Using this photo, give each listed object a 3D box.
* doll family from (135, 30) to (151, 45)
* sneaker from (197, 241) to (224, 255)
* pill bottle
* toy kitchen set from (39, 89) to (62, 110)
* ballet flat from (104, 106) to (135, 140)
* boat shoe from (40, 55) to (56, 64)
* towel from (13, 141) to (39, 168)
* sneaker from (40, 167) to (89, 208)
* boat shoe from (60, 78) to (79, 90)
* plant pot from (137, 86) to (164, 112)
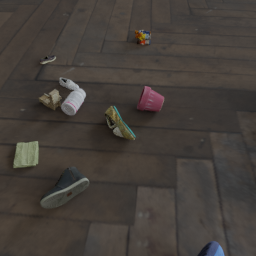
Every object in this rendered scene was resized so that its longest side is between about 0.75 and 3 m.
[{"bbox_3d":[0.725,-4.622,13.883,0.783,0.568,1.261,3,46,3],"label":"doll family"},{"bbox_3d":[1.586,3.721,5.423,1.205,1.083,2.930,18,53,10],"label":"sneaker"},{"bbox_3d":[-1.980,-0.986,10.317,0.571,0.571,1.007,14,47,13],"label":"pill bottle"},{"bbox_3d":[-2.832,-1.260,10.458,0.832,0.750,0.679,29,51,23],"label":"toy kitchen set"},{"bbox_3d":[-0.335,-0.080,9.508,0.602,0.602,1.703,-20,49,-18],"label":"ballet flat"},{"bbox_3d":[-3.618,-3.138,12.647,0.793,0.257,0.285,-33,54,-28],"label":"boat shoe"},{"bbox_3d":[-3.191,0.823,8.815,0.741,0.182,0.998,-6,46,-7],"label":"towel"},{"bbox_3d":[-1.875,1.653,7.837,1.424,0.532,0.756,-23,44,-32],"label":"sneaker"},{"bbox_3d":[-2.402,-1.797,11.306,0.895,0.292,0.329,18,48,17],"label":"boat shoe"},{"bbox_3d":[0.839,-0.982,10.179,0.802,0.896,0.896,19,46,-4],"label":"plant pot"}]
